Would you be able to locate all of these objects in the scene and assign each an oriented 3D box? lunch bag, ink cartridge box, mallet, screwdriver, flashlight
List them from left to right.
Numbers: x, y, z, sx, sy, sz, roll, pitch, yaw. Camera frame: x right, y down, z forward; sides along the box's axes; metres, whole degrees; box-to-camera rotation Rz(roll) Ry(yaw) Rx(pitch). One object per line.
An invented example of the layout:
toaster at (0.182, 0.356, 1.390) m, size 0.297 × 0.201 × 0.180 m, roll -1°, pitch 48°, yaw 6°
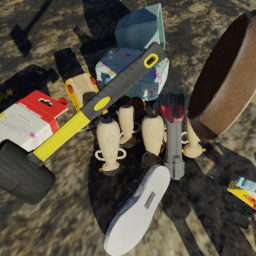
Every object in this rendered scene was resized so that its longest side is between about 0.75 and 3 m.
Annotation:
ink cartridge box at (-3.060, 0.159, 8.059) m, size 1.534 × 0.888 × 2.640 m, roll 28°, pitch 55°, yaw 25°
mallet at (-0.583, -0.005, 3.878) m, size 2.897 × 0.954 × 0.596 m, roll -34°, pitch 27°, yaw 1°
screwdriver at (-0.924, -0.109, 8.951) m, size 1.469 × 0.214 × 0.205 m, roll -25°, pitch 49°, yaw -18°
lunch bag at (0.104, -1.989, 10.261) m, size 2.503 × 0.965 × 2.008 m, roll 14°, pitch 49°, yaw 14°
flashlight at (1.153, 0.193, 7.410) m, size 0.747 × 2.198 × 0.744 m, roll 0°, pitch 1°, yaw 37°

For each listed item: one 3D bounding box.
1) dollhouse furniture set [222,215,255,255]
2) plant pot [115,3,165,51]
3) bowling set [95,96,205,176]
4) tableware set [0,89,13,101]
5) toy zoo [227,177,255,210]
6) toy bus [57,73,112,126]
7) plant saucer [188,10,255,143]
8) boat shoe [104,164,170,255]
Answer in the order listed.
dollhouse furniture set at (3.066, 2.810, 5.893) m, size 2.280 × 1.306 × 2.674 m, roll -5°, pitch 13°, yaw 18°
plant pot at (0.491, -3.853, 11.679) m, size 1.839 × 1.800 × 1.805 m, roll -2°, pitch 44°, yaw 15°
bowling set at (0.572, 0.109, 8.055) m, size 2.996 × 1.608 × 2.085 m, roll -4°, pitch 26°, yaw -2°
tableware set at (-4.877, -1.216, 10.049) m, size 1.405 × 0.216 × 0.947 m, roll -3°, pitch 42°, yaw -2°
toy zoo at (1.878, 1.008, 3.421) m, size 1.436 × 0.942 × 0.147 m, roll 36°, pitch 77°, yaw -9°
toy bus at (-1.308, -0.836, 9.101) m, size 1.727 × 0.946 × 1.830 m, roll 20°, pitch 67°, yaw -6°
plant saucer at (1.950, -1.118, 5.726) m, size 0.501 × 2.910 × 2.910 m, roll 24°, pitch 47°, yaw -3°
boat shoe at (0.167, 1.856, 6.622) m, size 0.680 × 0.825 × 2.403 m, roll -5°, pitch 38°, yaw 52°
